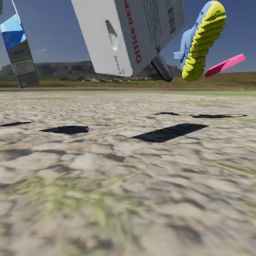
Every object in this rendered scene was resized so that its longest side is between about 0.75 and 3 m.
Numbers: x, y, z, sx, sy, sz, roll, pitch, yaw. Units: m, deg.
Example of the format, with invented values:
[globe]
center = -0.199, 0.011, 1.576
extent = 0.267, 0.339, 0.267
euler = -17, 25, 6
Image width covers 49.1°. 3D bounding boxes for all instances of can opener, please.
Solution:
[can opener]
center = 0.859, -2.922, 10.833
extent = 1.092, 2.777, 0.880
euler = -37, 25, 9

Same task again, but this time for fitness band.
[fitness band]
center = 3.592, -2.327, 10.486
extent = 1.583, 0.296, 1.137
euler = -27, 4, -9

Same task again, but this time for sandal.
[sandal]
center = 2.310, -3.014, 9.685
extent = 1.137, 2.862, 1.246
euler = -12, 52, -28

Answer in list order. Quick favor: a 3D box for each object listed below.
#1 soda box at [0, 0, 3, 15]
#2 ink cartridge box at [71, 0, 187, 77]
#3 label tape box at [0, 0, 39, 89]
[soda box]
center = -3.265, -2.625, 5.738
extent = 1.380, 0.438, 0.471
euler = 11, 12, 18
[ink cartridge box]
center = 0.161, -2.497, 5.834
extent = 1.067, 1.852, 2.538
euler = 12, 46, 34
[label tape box]
center = -2.659, -1.957, 6.696
extent = 0.544, 1.647, 1.180
euler = -19, 53, -15
